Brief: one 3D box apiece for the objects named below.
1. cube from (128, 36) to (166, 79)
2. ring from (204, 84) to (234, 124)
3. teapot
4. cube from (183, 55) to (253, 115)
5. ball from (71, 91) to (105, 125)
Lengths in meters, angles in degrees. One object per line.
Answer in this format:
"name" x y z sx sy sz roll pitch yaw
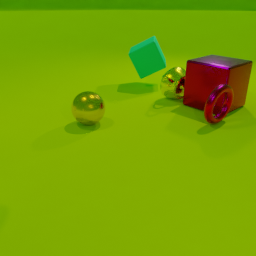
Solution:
"cube" 0.713 -2.554 10.105 1.011 1.011 1.011 -22 24 17
"ring" 2.282 -0.588 7.019 1.055 1.055 0.211 -19 35 -35
"teapot" 1.602 -1.338 8.802 1.662 1.034 0.814 16 19 -44
"cube" 2.585 -1.300 8.180 1.354 1.354 1.354 -21 32 -39
"ball" -0.998 -0.500 7.061 0.855 0.855 0.855 0 25 0
